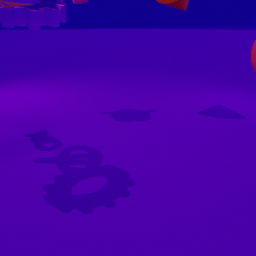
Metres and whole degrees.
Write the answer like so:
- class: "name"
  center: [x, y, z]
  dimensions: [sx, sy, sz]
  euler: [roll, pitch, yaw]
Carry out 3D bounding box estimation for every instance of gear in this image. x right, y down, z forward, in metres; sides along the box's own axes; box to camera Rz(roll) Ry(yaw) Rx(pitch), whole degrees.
- class: "gear"
  center: [-1.997, -2.235, 5.124]
  dimensions: [1.678, 0.310, 1.678]
  euler: [8, 34, -6]

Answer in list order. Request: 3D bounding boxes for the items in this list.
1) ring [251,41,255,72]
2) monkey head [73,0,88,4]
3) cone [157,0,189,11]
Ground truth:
- class: "ring"
  center: [3.039, -1.359, 5.059]
  dimensions: [1.497, 1.497, 0.299]
  euler: [11, -16, 25]
- class: "monkey head"
  center: [-1.642, -4.733, 9.010]
  dimensions: [1.977, 1.422, 1.191]
  euler: [-10, 21, -6]
- class: "cone"
  center: [1.752, -4.410, 9.516]
  dimensions: [1.389, 1.389, 1.394]
  euler: [13, -8, 31]
